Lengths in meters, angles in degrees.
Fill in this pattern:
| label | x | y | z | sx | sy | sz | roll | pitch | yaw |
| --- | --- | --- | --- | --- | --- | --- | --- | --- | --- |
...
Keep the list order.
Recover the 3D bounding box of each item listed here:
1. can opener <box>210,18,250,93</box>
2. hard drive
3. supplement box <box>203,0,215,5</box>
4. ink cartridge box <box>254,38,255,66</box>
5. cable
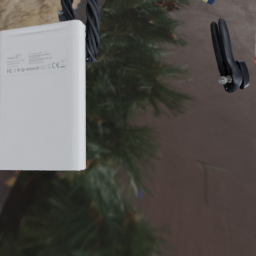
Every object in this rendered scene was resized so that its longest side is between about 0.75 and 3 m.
| label | x | y | z | sx | sy | sz | roll | pitch | yaw |
| --- | --- | --- | --- | --- | --- | --- | --- | --- | --- |
| can opener | 2.066 | -1.506 | 5.944 | 0.619 | 0.499 | 1.575 | -28 | 98 | -36 |
| hard drive | -1.620 | -0.555 | 5.141 | 1.724 | 0.343 | 2.615 | -2 | 86 | 15 |
| supplement box | 1.921 | -4.296 | 6.967 | 1.561 | 1.049 | 1.563 | 29 | 78 | 1 |
| ink cartridge box | 3.487 | -2.104 | 6.959 | 0.469 | 1.390 | 0.810 | -6 | 35 | 12 |
| cable | -1.097 | -2.592 | 6.829 | 0.541 | 1.738 | 2.131 | -13 | 71 | -34 |
